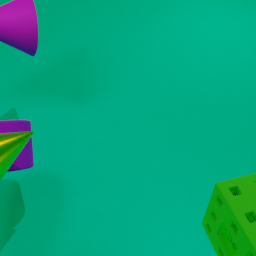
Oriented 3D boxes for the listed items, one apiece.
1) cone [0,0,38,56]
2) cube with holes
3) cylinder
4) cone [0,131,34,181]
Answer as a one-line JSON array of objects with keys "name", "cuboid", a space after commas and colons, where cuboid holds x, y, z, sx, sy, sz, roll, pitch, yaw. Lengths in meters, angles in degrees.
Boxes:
[{"name": "cone", "cuboid": [-3.112, -2.485, 6.750, 1.495, 1.489, 1.489, -9, 55, -30]}, {"name": "cube with holes", "cuboid": [1.789, 1.345, 3.672, 1.089, 1.089, 1.089, -11, 45, -10]}, {"name": "cylinder", "cuboid": [-2.697, 0.394, 6.248, 1.071, 1.071, 1.071, -4, 90, -3]}, {"name": "cone", "cuboid": [-2.408, 0.445, 5.133, 1.501, 1.496, 1.496, -31, 62, -12]}]
